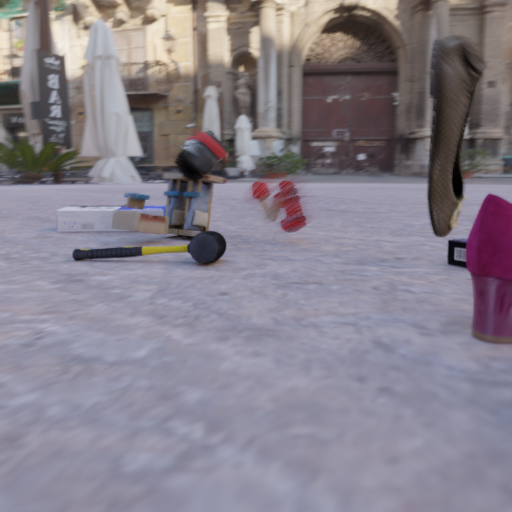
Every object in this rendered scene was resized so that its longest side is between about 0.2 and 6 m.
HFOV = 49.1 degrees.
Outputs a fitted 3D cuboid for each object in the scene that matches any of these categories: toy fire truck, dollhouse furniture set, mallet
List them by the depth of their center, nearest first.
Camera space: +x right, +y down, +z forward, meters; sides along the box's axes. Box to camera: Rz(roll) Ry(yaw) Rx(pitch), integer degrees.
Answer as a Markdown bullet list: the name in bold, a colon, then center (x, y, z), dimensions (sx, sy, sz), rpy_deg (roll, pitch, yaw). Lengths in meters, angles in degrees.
- **mallet**: center (-1.678, -0.071, 8.647), dimensions (2.426, 0.499, 0.799), rpy_deg (-4, 4, -1)
- **dollhouse furniture set**: center (-1.684, -1.049, 11.109), dimensions (1.265, 1.272, 1.805), rpy_deg (7, 1, 39)
- **toy fire truck**: center (0.441, -1.022, 11.369), dimensions (0.339, 1.391, 0.981), rpy_deg (5, -28, -43)

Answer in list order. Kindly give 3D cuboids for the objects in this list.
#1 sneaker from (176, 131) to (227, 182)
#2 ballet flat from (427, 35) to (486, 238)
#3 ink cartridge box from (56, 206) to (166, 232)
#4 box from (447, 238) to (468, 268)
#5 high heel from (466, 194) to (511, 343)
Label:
- **sneaker**: center (-1.191, -1.888, 10.877), dimensions (0.648, 0.896, 1.835), rpy_deg (44, -9, -17)
- **ballet flat**: center (2.788, -1.557, 7.845), dimensions (0.675, 2.913, 0.981), rpy_deg (4, 30, 21)
- **ink cartridge box**: center (-3.336, -0.887, 13.235), dimensions (2.415, 0.534, 1.135), rpy_deg (0, 10, -3)
- **box**: center (3.364, -0.053, 8.434), dimensions (0.764, 0.399, 0.565), rpy_deg (-5, 8, -28)
- **high heel**: center (3.077, 0.041, 5.159), dimensions (2.622, 1.260, 0.884), rpy_deg (-5, 10, -26)
